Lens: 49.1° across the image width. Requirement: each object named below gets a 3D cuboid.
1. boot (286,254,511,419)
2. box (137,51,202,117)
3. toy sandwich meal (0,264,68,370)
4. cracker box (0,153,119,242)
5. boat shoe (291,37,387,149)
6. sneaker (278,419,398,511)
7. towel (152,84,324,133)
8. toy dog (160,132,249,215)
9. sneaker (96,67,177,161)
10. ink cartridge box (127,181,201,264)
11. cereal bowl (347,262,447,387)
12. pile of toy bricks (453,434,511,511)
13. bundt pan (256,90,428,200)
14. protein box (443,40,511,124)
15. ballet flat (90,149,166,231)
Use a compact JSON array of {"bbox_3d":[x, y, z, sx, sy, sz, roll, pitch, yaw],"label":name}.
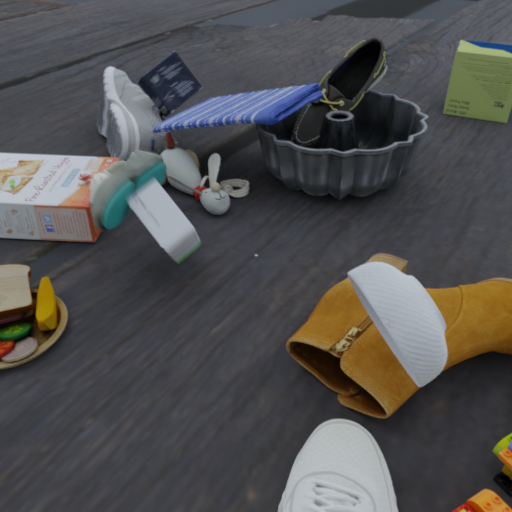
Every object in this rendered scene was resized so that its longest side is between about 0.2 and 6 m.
[{"bbox_3d":[1.978,1.061,6.190,2.910,1.024,2.083,19,46,31],"label":"boot"},{"bbox_3d":[-1.652,-3.278,10.717,0.837,0.851,0.500,-44,18,-16],"label":"box"},{"bbox_3d":[-3.087,0.715,6.881,1.586,0.543,1.586,0,36,0],"label":"toy sandwich meal"},{"bbox_3d":[-3.602,-0.995,9.085,2.480,0.715,1.661,2,36,4],"label":"cracker box"},{"bbox_3d":[1.500,-3.003,10.458,0.884,0.747,2.480,39,90,13],"label":"boat shoe"},{"bbox_3d":[0.536,2.311,4.184,1.094,1.180,2.911,8,35,14],"label":"sneaker"},{"bbox_3d":[-0.304,-2.514,9.761,2.549,0.304,1.845,4,30,35],"label":"towel"},{"bbox_3d":[-1.117,-1.492,9.584,1.929,0.929,1.272,19,42,25],"label":"toy dog"},{"bbox_3d":[-2.499,-2.834,11.534,1.313,1.197,3.203,1,40,-25],"label":"sneaker"},{"bbox_3d":[-1.198,-0.419,7.514,0.487,1.158,0.845,-39,85,-6],"label":"ink cartridge box"},{"bbox_3d":[1.377,0.556,5.192,0.512,1.229,1.229,-32,39,4],"label":"cereal bowl"},{"bbox_3d":[2.791,1.864,4.549,2.884,1.424,1.600,-20,40,-25],"label":"pile of toy bricks"},{"bbox_3d":[1.456,-1.995,10.077,3.040,1.141,3.040,-1,36,0],"label":"bundt pan"},{"bbox_3d":[5.062,-3.888,12.464,1.410,1.420,0.958,14,38,19],"label":"protein box"},{"bbox_3d":[-1.807,-0.894,7.311,0.622,0.658,1.953,20,30,5],"label":"ballet flat"}]
